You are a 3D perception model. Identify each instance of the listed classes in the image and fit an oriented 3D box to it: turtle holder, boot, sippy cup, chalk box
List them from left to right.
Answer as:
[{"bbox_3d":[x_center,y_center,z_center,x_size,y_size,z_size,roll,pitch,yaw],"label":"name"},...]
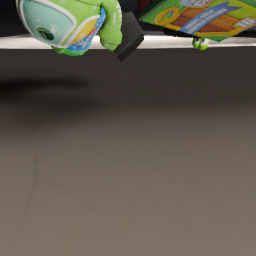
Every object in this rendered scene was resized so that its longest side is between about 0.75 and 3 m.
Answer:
[{"bbox_3d":[-1.558,-3.192,7.397,2.745,1.949,2.086,6,35,-31],"label":"turtle holder"},{"bbox_3d":[-1.647,-3.574,9.197,1.831,2.332,1.709,0,-17,-38],"label":"sippy cup"},{"bbox_3d":[0.827,-1.904,3.171,1.949,1.208,1.217,-1,-7,-34],"label":"chalk box"},{"bbox_3d":[1.541,-2.410,4.786,1.906,1.602,0.728,-2,9,5],"label":"boot"}]

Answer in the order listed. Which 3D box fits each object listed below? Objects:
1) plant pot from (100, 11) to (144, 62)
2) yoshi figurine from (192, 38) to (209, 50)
[{"bbox_3d":[-0.159,-3.523,10.564,1.283,1.447,1.443,-28,1,7],"label":"plant pot"},{"bbox_3d":[1.836,-2.560,6.218,0.879,1.569,0.882,17,1,-38],"label":"yoshi figurine"}]
